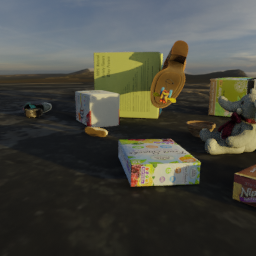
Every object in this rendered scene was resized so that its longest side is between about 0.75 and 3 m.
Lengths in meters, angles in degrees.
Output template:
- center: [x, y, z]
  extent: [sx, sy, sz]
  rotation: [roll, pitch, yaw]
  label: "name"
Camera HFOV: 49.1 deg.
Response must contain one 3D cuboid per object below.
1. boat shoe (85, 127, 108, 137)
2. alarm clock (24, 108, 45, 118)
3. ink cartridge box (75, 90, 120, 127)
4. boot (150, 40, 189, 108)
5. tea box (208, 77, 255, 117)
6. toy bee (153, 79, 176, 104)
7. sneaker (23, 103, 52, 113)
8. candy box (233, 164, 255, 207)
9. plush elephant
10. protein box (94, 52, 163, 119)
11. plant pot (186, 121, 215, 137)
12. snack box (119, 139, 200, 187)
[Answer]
- center: [-1.007, 0.120, 8.967]
  extent: [0.768, 0.283, 0.266]
  rotation: [14, 13, 17]
  label: "boat shoe"
- center: [-4.289, -0.693, 12.548]
  extent: [1.126, 0.375, 0.759]
  rotation: [13, 18, 40]
  label: "alarm clock"
- center: [-1.220, -0.793, 10.905]
  extent: [1.220, 1.226, 1.687]
  rotation: [-6, 13, -27]
  label: "ink cartridge box"
- center: [1.626, -1.725, 11.154]
  extent: [1.075, 2.917, 2.257]
  rotation: [24, -16, 6]
  label: "boot"
- center: [5.299, -1.457, 12.912]
  extent: [2.493, 1.693, 2.534]
  rotation: [6, 14, 32]
  label: "tea box"
- center: [0.957, -0.871, 7.603]
  extent: [0.619, 0.514, 0.946]
  rotation: [14, -20, 28]
  label: "toy bee"
- center: [-4.354, -0.945, 13.244]
  extent: [1.322, 0.553, 0.798]
  rotation: [-7, 7, 3]
  label: "sneaker"
- center: [2.654, 0.896, 4.670]
  extent: [1.739, 0.491, 1.015]
  rotation: [-8, 14, -39]
  label: "candy box"
- center: [2.919, -0.208, 7.260]
  extent: [2.037, 1.577, 1.678]
  rotation: [3, 12, 15]
  label: "plush elephant"
- center: [0.085, -1.997, 12.789]
  extent: [2.830, 2.809, 1.909]
  rotation: [2, 12, 11]
  label: "protein box"
- center: [2.298, 0.045, 8.904]
  extent: [0.906, 0.418, 0.906]
  rotation: [-1, 12, 0]
  label: "plant pot"
- center: [0.544, 0.647, 5.847]
  extent: [1.295, 0.482, 1.821]
  rotation: [-2, 12, -8]
  label: "snack box"
